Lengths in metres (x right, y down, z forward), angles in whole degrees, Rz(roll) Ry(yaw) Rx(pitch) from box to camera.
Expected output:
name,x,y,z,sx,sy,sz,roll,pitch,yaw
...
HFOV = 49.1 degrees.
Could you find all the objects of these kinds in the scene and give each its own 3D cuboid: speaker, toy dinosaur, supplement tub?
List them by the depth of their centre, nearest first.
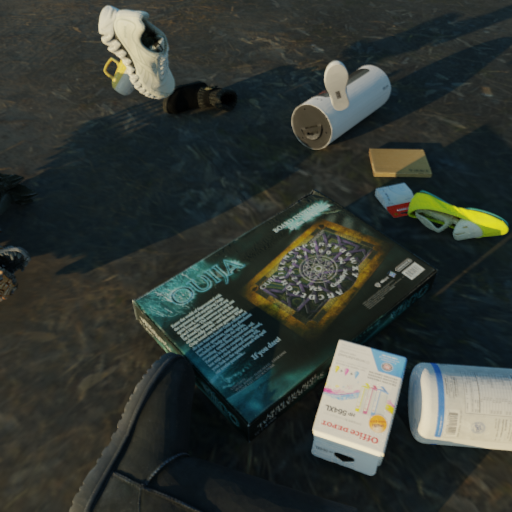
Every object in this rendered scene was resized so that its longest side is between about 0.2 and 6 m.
name,x,y,z,sx,sy,sz,roll,pitch,yaw
supplement tub,3.168,2.166,8.050,1.760,1.161,1.161,4,42,3
toy dinosaur,-6.594,-0.942,10.681,5.610,2.866,3.808,29,62,0
speaker,2.314,-3.993,14.969,1.254,1.254,3.089,28,49,28

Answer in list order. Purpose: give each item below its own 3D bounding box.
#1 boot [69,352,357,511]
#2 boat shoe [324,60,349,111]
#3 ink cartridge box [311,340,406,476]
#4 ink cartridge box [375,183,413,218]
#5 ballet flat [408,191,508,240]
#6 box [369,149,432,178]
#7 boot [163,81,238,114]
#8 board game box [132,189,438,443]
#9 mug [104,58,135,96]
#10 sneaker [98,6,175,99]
name,x,y,z,sx,sy,sz,roll,pitch,yaw
boot,-0.278,2.870,7.253,3.305,1.085,2.724,12,54,20
boat shoe,1.828,-3.943,12.783,0.530,1.543,0.437,-11,65,9
ink cartridge box,1.444,2.178,7.936,0.999,0.973,1.554,14,63,16
ink cartridge box,3.222,-1.259,12.638,0.740,0.219,0.925,-12,42,-13
ballet flat,4.158,-0.720,11.800,2.087,0.697,0.699,27,70,31
box,3.550,-2.313,13.881,1.381,0.147,1.128,1,41,2
boot,-1.563,-4.378,15.792,1.396,0.703,1.867,28,48,28
board game box,0.560,0.685,9.801,4.479,0.631,3.030,-32,55,-27
mug,-3.180,-4.306,13.500,0.825,0.677,0.661,44,20,12
sneaker,-2.273,-4.225,11.929,1.044,2.575,0.968,2,73,18
